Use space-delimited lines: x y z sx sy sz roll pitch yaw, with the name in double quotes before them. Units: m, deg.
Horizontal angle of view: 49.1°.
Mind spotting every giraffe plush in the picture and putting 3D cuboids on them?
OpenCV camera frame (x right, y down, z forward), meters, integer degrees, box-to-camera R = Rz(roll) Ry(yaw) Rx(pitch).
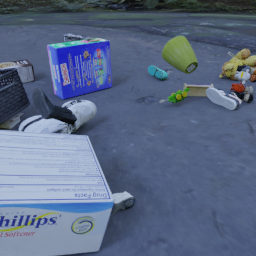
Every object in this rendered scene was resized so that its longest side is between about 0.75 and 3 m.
"giraffe plush" 5.458 -3.050 14.150 1.789 1.544 1.451 33 63 31

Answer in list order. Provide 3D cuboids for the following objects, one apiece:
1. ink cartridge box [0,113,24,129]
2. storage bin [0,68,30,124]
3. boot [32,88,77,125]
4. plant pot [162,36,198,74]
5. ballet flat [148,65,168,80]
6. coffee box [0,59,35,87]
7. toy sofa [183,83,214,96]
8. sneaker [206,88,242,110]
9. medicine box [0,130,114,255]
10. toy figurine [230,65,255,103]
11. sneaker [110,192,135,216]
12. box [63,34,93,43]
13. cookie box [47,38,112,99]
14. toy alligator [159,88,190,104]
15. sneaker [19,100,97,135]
"ink cartridge box" -4.248 -0.292 9.773 1.097 0.366 0.636 6 28 11
"storage bin" -5.084 -0.977 9.397 2.904 1.361 1.963 0 28 23
"boot" -1.911 -0.551 7.387 1.119 0.367 0.923 9 51 -61
"plant pot" 2.108 -2.682 10.767 1.157 1.157 1.237 -14 56 -25
"ballet flat" 1.582 -2.831 14.562 0.557 0.533 1.582 14 20 -29
"coffee box" -5.854 -2.694 13.783 2.177 0.869 1.230 -16 32 -28
"toy sofa" 3.055 -1.666 12.221 1.251 0.518 0.611 2 29 3
"sneaker" 3.880 -1.227 11.344 0.586 0.578 1.475 -23 46 -28
"medicine box" -1.747 1.150 5.550 2.235 1.263 2.453 5 25 -23
"toy figurine" 4.892 -1.860 11.708 0.960 1.359 1.381 17 32 17
"sneaker" -0.329 1.658 6.194 0.962 0.358 0.419 -6 19 -28
"box" -2.492 -3.639 14.290 1.624 2.060 0.513 19 34 32
"cookie box" -2.046 -2.672 12.342 2.561 2.191 0.963 -20 30 -33
"toy alligator" 1.886 -1.160 11.128 1.432 0.389 0.425 -27 25 -16
"sneaker" -1.888 -0.016 8.666 2.604 0.978 1.496 -24 36 -28
